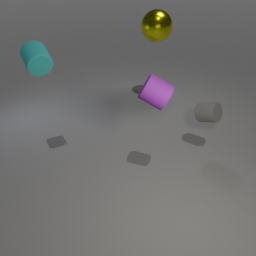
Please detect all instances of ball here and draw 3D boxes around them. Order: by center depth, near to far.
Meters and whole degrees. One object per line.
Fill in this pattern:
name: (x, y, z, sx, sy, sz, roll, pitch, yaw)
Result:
ball: (1.287, -4.570, 12.551, 1.400, 1.400, 1.400, 0, 29, 0)

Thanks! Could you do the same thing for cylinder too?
cylinder: (0.717, -0.919, 7.192, 0.700, 0.700, 0.700, 29, 31, -5)
cylinder: (-2.475, -1.879, 7.569, 0.700, 0.700, 0.700, -16, 55, -26)
cylinder: (2.822, -0.551, 9.817, 0.700, 0.700, 0.700, -27, 21, -39)
